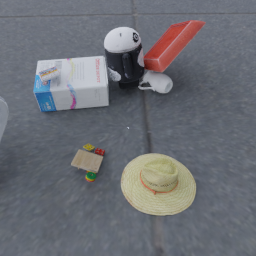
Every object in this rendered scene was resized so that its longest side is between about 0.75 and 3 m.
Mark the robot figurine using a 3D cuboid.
[{"bbox_3d":[-0.074,-2.270,9.166,1.480,1.970,1.229,26,50,39],"label":"robot figurine"}]

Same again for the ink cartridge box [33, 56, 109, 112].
[{"bbox_3d":[-1.784,-1.475,9.213,2.247,0.951,1.624,-6,49,-3],"label":"ink cartridge box"}]

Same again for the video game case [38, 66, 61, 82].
[{"bbox_3d":[-2.374,-1.627,8.423,0.574,0.070,0.803,-24,35,-12],"label":"video game case"}]

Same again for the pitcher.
[{"bbox_3d":[0.923,-1.511,9.536,1.019,0.618,0.874,36,79,32],"label":"pitcher"}]

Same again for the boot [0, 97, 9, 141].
[{"bbox_3d":[-3.846,0.468,7.006,1.366,1.051,2.857,20,87,51],"label":"boot"}]

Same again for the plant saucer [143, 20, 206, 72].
[{"bbox_3d":[1.312,-2.722,9.122,1.981,0.364,1.978,-49,21,2],"label":"plant saucer"}]

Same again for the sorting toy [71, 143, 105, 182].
[{"bbox_3d":[-1.072,0.908,7.414,0.698,0.245,1.448,17,28,-1],"label":"sorting toy"}]

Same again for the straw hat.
[{"bbox_3d":[0.790,1.147,6.945,1.943,0.822,1.943,1,50,-1],"label":"straw hat"}]
